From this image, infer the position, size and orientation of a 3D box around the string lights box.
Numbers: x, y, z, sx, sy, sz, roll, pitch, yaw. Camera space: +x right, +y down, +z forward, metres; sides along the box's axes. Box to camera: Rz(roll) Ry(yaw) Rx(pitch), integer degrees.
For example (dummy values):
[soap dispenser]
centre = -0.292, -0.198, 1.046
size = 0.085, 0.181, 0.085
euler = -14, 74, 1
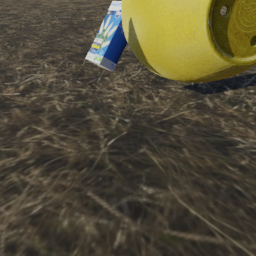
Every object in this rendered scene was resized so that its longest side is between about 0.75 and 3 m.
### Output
[string lights box]
centre = -0.447, -2.742, 8.356
size = 0.567, 1.922, 0.988
euler = 22, 7, -39

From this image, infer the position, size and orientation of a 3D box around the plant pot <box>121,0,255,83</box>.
[plant pot]
centre = 1.106, -1.450, 3.521
size = 2.111, 2.111, 1.499
euler = -7, 26, -12
